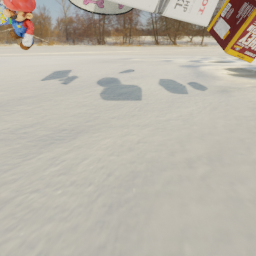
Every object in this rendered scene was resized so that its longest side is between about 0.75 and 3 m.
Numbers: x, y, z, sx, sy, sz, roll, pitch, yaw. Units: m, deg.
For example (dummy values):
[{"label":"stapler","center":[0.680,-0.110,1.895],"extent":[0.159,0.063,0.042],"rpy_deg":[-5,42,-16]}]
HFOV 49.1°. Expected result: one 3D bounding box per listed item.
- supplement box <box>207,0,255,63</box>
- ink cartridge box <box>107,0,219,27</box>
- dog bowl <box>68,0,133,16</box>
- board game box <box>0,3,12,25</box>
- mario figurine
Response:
[{"label":"supplement box","center":[2.789,-2.483,6.739],"extent":[0.826,1.226,1.243],"rpy_deg":[12,41,-25]},{"label":"ink cartridge box","center":[0.277,-1.950,2.951],"extent":[1.754,1.272,0.734],"rpy_deg":[2,34,-29]},{"label":"dog bowl","center":[-0.539,-2.978,5.899],"extent":[1.484,0.547,1.484],"rpy_deg":[6,47,-7]},{"label":"board game box","center":[-4.286,-4.064,8.245],"extent":[1.375,2.031,0.350],"rpy_deg":[-21,33,-26]},{"label":"mario figurine","center":[-3.336,-3.171,8.274],"extent":[1.223,1.050,1.981],"rpy_deg":[16,-27,-8]}]
